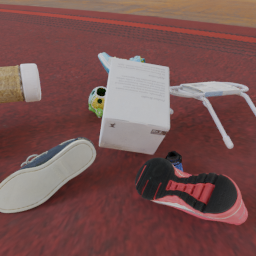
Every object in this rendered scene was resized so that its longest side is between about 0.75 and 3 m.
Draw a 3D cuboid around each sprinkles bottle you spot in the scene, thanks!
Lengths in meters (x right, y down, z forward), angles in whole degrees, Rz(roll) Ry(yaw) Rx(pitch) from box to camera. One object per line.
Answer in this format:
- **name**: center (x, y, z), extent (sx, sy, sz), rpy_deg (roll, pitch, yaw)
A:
- **sprinkles bottle**: center (-3.698, -1.016, 6.968), extent (2.880, 0.983, 0.983), rpy_deg (-8, 33, -17)

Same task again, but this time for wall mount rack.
- **wall mount rack**: center (2.516, -0.554, 7.812), extent (2.942, 1.097, 2.556), rpy_deg (-10, 27, -31)

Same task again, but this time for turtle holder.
- **turtle holder**: center (-0.888, -0.816, 8.610), extent (0.766, 0.715, 1.008), rpy_deg (30, 58, 10)

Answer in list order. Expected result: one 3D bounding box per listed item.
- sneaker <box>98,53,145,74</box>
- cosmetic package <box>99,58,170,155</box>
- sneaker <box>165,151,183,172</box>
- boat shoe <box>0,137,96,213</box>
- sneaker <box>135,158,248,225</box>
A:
- **sneaker**: center (-0.132, -2.358, 10.395), extent (1.327, 0.809, 2.033), rpy_deg (-38, 66, -2)
- **cosmetic package**: center (0.132, -0.470, 6.522), extent (1.379, 1.380, 1.673), rpy_deg (9, 60, -6)
- **sneaker**: center (1.014, 0.923, 6.058), extent (0.398, 0.577, 1.038), rpy_deg (-11, 32, 13)
- **boat shoe**: center (-1.702, 0.889, 5.760), extent (2.240, 0.839, 0.693), rpy_deg (-37, 17, -6)
- **sneaker**: center (1.084, 1.293, 5.308), extent (2.402, 1.042, 0.885), rpy_deg (10, 62, 51)
